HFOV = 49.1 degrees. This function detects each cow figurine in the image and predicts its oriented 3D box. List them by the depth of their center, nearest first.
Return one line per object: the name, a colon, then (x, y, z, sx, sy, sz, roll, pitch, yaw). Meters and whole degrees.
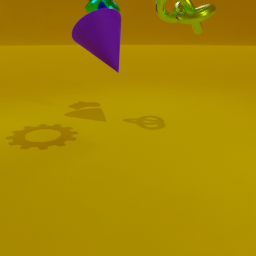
cow figurine: (-0.775, -3.919, 8.525, 1.533, 0.842, 1.509, 37, -16, -21)

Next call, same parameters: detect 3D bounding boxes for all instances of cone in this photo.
cone: (-0.591, -2.253, 8.037, 1.563, 1.569, 1.563, -24, -11, -5)

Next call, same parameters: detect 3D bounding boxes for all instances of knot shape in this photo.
knot shape: (1.463, -2.756, 6.700, 1.458, 0.674, 1.364, 13, 17, -31)
